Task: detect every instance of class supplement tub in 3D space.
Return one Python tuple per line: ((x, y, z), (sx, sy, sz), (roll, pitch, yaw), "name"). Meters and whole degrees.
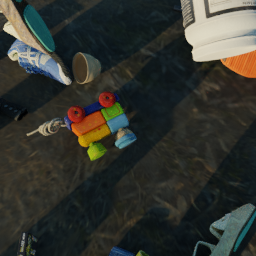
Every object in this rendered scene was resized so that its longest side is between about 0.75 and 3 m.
((2.194, -3.047, 6.737), (1.787, 1.787, 2.546), (-9, 95, -5), "supplement tub")

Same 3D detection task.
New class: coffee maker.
((3.154, -3.507, 10.196), (1.807, 1.267, 1.881), (-3, 57, -30), "coffee maker")

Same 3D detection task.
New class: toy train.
((-1.221, 0.245, 7.969), (2.756, 1.167, 1.595), (-27, 76, -15), "toy train")

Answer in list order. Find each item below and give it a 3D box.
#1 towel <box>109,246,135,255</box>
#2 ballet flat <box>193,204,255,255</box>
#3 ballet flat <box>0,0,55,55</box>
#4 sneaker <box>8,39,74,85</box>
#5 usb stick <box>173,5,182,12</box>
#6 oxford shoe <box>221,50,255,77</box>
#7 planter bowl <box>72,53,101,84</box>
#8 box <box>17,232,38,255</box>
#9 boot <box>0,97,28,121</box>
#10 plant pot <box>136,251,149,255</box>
((-0.289, 3.358, 6.514), (0.586, 0.255, 1.050), (18, 61, 11), "towel")
((2.135, 2.710, 6.562), (0.844, 0.913, 2.706), (28, 62, 27), "ballet flat")
((-2.788, -2.846, 6.809), (0.877, 2.608, 0.888), (-15, 38, 18), "ballet flat")
((-2.925, -2.175, 9.480), (2.853, 1.080, 1.099), (38, 79, 26), "sneaker")
((2.309, -4.825, 11.451), (0.960, 0.156, 0.266), (16, 60, 9), "usb stick")
((4.595, -2.392, 9.649), (2.928, 1.044, 1.067), (12, 42, -1), "oxford shoe")
((-1.335, -2.014, 9.391), (0.670, 0.995, 0.995), (-14, 56, -39), "planter bowl")
((-2.340, 2.821, 6.514), (0.197, 0.803, 0.647), (2, 59, 0), "box")
((-3.822, -0.455, 8.765), (1.064, 0.349, 0.877), (26, 64, 9), "boot")
((0.229, 3.773, 5.618), (1.783, 1.669, 1.669), (-45, 68, -9), "plant pot")
